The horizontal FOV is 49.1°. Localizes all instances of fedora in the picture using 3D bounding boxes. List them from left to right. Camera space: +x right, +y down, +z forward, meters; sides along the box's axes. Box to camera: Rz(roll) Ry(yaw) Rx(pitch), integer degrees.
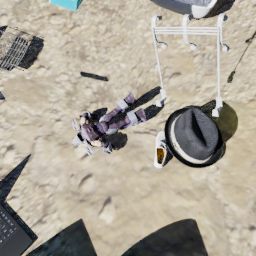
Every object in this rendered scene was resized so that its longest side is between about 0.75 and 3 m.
[{"bbox_3d":[2.076,0.138,8.342,2.036,0.930,2.036,3,67,-7],"label":"fedora"}]

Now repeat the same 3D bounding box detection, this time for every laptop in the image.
[{"bbox_3d":[-4.134,2.877,7.219,2.342,1.209,2.075,41,75,14],"label":"laptop"}]

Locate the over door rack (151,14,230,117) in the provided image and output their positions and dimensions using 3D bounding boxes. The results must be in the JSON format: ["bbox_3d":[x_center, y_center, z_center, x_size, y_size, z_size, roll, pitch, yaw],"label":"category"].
[{"bbox_3d":[1.296,-1.361,5.926,1.489,2.015,0.671,12,36,30],"label":"over door rack"}]

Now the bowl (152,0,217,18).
[{"bbox_3d":[2.191,-5.325,10.565,2.602,0.971,2.598,22,70,8],"label":"bowl"}]

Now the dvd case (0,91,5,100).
[{"bbox_3d":[-3.530,-0.902,7.074,0.604,0.074,0.847,-2,29,-40],"label":"dvd case"}]

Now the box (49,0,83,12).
[{"bbox_3d":[-1.315,-3.788,7.025,0.629,1.053,2.560,15,33,-10],"label":"box"}]

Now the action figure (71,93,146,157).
[{"bbox_3d":[-0.670,-0.041,8.608,2.445,0.848,1.591,-29,78,-7],"label":"action figure"}]

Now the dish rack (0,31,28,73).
[{"bbox_3d":[-4.551,-2.711,9.788,2.062,0.562,1.581,19,71,5],"label":"dish rack"}]

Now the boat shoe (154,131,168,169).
[{"bbox_3d":[1.026,0.607,8.523,0.432,0.425,1.217,12,69,4],"label":"boat shoe"}]
